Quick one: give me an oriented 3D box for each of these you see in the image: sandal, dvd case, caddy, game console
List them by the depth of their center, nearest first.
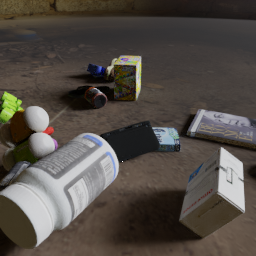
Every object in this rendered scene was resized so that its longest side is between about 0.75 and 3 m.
[{"bbox_3d":[0.019,0.456,9.726,1.755,1.022,1.544,-17,2,-10],"label":"game console"},{"bbox_3d":[3.989,-0.005,10.841,2.960,0.236,2.201,11,30,21],"label":"dvd case"},{"bbox_3d":[-2.019,-1.993,14.382,2.203,0.472,0.838,-13,30,-24],"label":"sandal"},{"bbox_3d":[-1.920,-3.438,16.960,1.306,0.686,0.924,25,14,40],"label":"caddy"}]

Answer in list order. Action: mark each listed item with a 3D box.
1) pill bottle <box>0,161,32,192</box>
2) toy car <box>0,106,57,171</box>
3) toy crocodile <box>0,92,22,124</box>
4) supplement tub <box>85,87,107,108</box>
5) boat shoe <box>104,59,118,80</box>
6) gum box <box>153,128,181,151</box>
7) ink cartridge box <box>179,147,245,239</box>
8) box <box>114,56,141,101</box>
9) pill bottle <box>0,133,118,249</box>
[{"bbox_3d":[-2.908,1.599,7.152,0.820,0.820,1.544,3,28,5],"label":"pill bottle"},{"bbox_3d":[-2.860,0.422,8.563,1.722,1.967,1.475,-28,-23,24],"label":"toy car"},{"bbox_3d":[-5.146,-0.906,12.109,0.827,0.756,2.450,32,9,-32],"label":"toy crocodile"},{"bbox_3d":[-1.570,-1.470,13.122,0.730,0.730,1.364,-14,31,-25],"label":"supplement tub"},{"bbox_3d":[-0.714,-3.424,16.850,0.939,0.937,2.537,16,35,2],"label":"boat shoe"},{"bbox_3d":[1.092,0.388,10.004,1.405,0.313,1.194,0,28,1],"label":"gum box"},{"bbox_3d":[2.018,1.501,6.669,0.755,1.308,1.792,37,34,-2],"label":"ink cartridge box"},{"bbox_3d":[0.016,-2.534,14.016,1.118,1.766,1.833,5,27,8],"label":"box"},{"bbox_3d":[-1.607,1.376,6.723,1.607,1.607,2.824,16,30,27],"label":"pill bottle"}]
